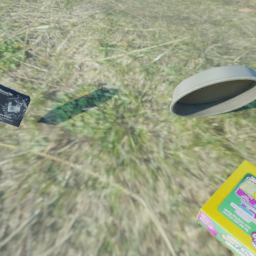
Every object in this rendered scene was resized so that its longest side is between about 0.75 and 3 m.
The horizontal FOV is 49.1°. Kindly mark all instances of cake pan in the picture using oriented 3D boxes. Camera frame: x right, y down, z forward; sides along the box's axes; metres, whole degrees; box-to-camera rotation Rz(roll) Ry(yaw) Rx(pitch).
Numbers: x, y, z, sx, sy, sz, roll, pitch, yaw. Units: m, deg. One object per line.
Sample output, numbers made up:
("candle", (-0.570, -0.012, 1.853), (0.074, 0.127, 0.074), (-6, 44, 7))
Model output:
("cake pan", (2.111, -0.835, 6.805), (2.266, 2.266, 0.416), (-6, 72, -6))

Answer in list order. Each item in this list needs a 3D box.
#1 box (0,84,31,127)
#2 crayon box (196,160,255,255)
("box", (-2.965, -0.553, 6.973), (0.793, 0.806, 0.473), (23, 7, -28))
("crayon box", (2.573, 1.752, 5.323), (1.636, 0.553, 1.896), (-37, 58, -27))
